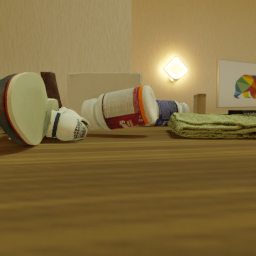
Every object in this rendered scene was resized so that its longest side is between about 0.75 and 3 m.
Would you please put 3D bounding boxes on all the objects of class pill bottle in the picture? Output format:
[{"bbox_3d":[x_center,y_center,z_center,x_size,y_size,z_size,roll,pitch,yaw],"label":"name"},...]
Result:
[{"bbox_3d":[1.298,-0.530,9.829,1.557,0.901,0.901,-1,4,-20],"label":"pill bottle"},{"bbox_3d":[-0.179,-0.389,6.010,1.481,0.812,0.812,-9,1,18],"label":"pill bottle"}]

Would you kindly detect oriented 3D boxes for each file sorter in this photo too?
[{"bbox_3d":[-0.815,-1.076,10.971,2.742,1.903,1.708,0,1,3],"label":"file sorter"}]

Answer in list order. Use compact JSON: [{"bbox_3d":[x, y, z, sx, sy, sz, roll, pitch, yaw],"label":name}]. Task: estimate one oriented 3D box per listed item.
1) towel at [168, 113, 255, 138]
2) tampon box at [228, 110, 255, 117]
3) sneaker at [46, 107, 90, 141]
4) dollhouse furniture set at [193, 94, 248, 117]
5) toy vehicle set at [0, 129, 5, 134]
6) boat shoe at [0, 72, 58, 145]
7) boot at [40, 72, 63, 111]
[{"bbox_3d":[1.942,-0.097,6.445,1.917,0.471,2.583,1,4,4],"label":"towel"},{"bbox_3d":[4.043,-0.358,9.816,0.870,0.550,0.652,-2,4,-31],"label":"tampon box"},{"bbox_3d":[-1.087,-0.033,5.407,0.672,0.637,1.669,10,8,-6],"label":"sneaker"},{"bbox_3d":[3.376,-0.546,8.834,2.400,1.063,1.244,1,4,3],"label":"dollhouse furniture set"},{"bbox_3d":[-3.315,0.067,6.237,0.809,0.173,1.302,0,4,-8],"label":"toy vehicle set"},{"bbox_3d":[-1.820,-0.294,4.711,0.930,1.058,2.972,7,-1,-7],"label":"boat shoe"},{"bbox_3d":[-2.275,-0.877,8.908,0.739,1.700,2.044,0,4,3],"label":"boot"}]
